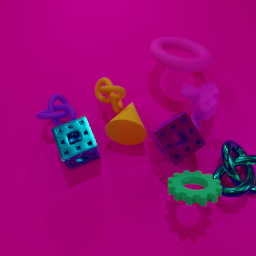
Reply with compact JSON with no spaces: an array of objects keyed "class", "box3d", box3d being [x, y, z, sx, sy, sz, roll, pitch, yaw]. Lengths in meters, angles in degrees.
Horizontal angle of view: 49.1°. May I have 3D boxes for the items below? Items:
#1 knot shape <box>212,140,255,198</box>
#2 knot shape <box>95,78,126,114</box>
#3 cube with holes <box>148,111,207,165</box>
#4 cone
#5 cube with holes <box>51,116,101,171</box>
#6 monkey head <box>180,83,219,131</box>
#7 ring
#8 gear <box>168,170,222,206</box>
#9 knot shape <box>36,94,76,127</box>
[{"class":"knot shape","box3d":[3.045,1.057,7.680,1.691,0.781,1.582,-11,67,-4]},{"class":"knot shape","box3d":[-0.575,-1.041,8.449,1.104,1.180,0.545,36,70,26]},{"class":"cube with holes","box3d":[1.302,0.274,7.667,1.009,1.009,1.009,-33,92,-4]},{"class":"cone","box3d":[0.033,-0.318,8.238,1.179,1.179,1.184,9,53,4]},{"class":"cube with holes","box3d":[-1.431,0.445,7.850,0.977,0.977,0.977,-21,68,-9]},{"class":"monkey head","box3d":[2.062,-0.810,8.277,1.204,1.009,1.674,17,67,2]},{"class":"ring","box3d":[1.609,-2.280,8.581,1.949,0.390,1.949,6,38,-5]},{"class":"gear","box3d":[1.610,1.434,6.826,1.258,1.258,0.233,-3,109,-1]},{"class":"knot shape","box3d":[-2.043,-0.531,8.254,1.139,0.526,1.066,11,52,-5]}]
